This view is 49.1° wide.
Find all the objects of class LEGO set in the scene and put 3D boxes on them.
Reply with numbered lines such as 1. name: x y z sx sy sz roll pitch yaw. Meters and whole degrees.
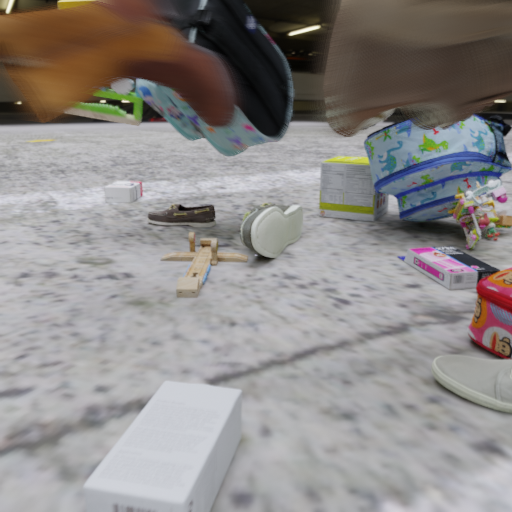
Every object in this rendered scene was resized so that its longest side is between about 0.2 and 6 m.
1. LEGO set: 4.218 -0.567 10.319 1.057 0.856 2.299 -21 -23 25

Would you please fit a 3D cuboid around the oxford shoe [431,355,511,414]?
1. oxford shoe: 2.593 1.141 5.097 1.949 0.563 0.733 10 22 36

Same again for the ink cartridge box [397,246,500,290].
1. ink cartridge box: 3.010 0.119 8.950 0.818 0.320 1.726 -4 15 -12

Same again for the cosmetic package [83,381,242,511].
1. cosmetic package: -0.597 1.475 4.081 0.693 0.487 1.366 4 17 13

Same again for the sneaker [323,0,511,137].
1. sneaker: 1.947 -1.920 5.413 3.376 1.275 1.189 -12 49 -32

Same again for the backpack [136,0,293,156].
1. backpack: -0.643 -3.425 10.734 2.251 2.655 2.991 -17 -38 38

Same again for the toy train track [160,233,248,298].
1. toy train track: -0.908 0.030 9.008 1.477 0.419 2.576 1 17 3

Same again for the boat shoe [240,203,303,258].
1. boat shoe: 0.186 -0.505 10.057 0.738 0.882 2.469 6 12 20

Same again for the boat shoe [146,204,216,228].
1. boat shoe: -1.603 -0.889 11.954 1.522 0.453 0.547 4 17 12

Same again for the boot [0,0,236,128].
1. boot: -1.620 -2.230 6.940 2.432 2.289 0.833 -38 10 -38

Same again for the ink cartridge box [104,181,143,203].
1. ink cartridge box: -3.453 -1.678 14.645 0.700 0.408 0.968 2 17 7

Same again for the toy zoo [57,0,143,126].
1. toy zoo: -2.944 -3.836 10.722 1.624 2.476 0.253 9 32 -2

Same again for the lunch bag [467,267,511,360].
1. lunch bag: 3.628 0.720 6.118 2.099 0.860 1.849 -11 25 -31

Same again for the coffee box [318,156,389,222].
1. coffee box: 2.262 -1.573 12.777 1.290 1.276 1.288 8 19 25

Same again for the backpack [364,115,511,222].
1. backpack: 3.574 -1.738 11.055 2.405 1.931 2.628 -18 -14 41

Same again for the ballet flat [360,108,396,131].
1. ballet flat: 2.172 -2.923 10.210 0.921 0.996 2.954 42 -10 13
